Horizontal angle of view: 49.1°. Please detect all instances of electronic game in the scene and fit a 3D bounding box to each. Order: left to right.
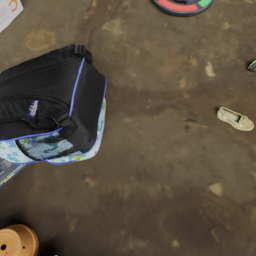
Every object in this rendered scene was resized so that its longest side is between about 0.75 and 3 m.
[{"bbox_3d":[2.020,-5.115,10.427,2.469,0.514,2.469,0,64,0],"label":"electronic game"}]

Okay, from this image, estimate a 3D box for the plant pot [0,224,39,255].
[{"bbox_3d":[-2.754,2.791,6.531,1.130,0.791,1.130,0,64,0],"label":"plant pot"}]

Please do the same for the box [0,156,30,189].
[{"bbox_3d":[-3.707,0.555,7.740,1.994,0.509,1.573,40,71,18],"label":"box"}]

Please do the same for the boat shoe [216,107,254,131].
[{"bbox_3d":[3.173,-0.283,8.228,1.109,0.349,0.405,29,68,13],"label":"boat shoe"}]

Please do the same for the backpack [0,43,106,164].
[{"bbox_3d":[-2.036,-0.335,6.923,2.884,2.119,2.639,-9,54,19],"label":"backpack"}]

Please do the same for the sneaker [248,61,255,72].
[{"bbox_3d":[4.570,-1.795,8.839,1.445,0.555,0.605,13,61,8],"label":"sneaker"}]

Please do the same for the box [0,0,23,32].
[{"bbox_3d":[-4.880,-4.598,8.813,1.449,2.972,1.848,27,68,12],"label":"box"}]
